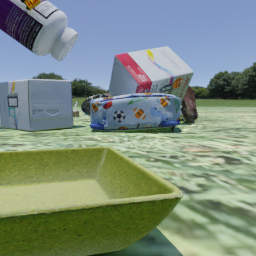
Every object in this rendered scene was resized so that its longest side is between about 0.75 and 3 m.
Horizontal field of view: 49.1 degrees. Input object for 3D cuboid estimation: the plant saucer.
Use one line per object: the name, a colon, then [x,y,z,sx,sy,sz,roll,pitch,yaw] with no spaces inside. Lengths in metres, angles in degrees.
plant saucer: [-0.652,0.435,1.799,1.506,0.361,1.508,-2,5,-17]

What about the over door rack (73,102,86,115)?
over door rack: [-3.198,-1.029,15.006,1.366,0.616,1.849,0,-3,16]

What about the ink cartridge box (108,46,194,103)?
ink cartridge box: [0.778,-1.631,9.980,2.331,1.694,1.686,-18,55,-27]

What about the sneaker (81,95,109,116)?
sneaker: [-0.819,-0.692,12.042,2.794,1.095,1.257,3,-13,-40]

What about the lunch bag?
lunch bag: [0.301,-0.437,8.063,2.623,0.991,2.102,0,3,7]

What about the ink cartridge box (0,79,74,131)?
ink cartridge box: [-2.738,-0.691,8.286,1.898,1.386,1.392,5,8,43]

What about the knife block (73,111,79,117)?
knife block: [-3.108,-0.753,14.876,0.863,0.315,0.983,2,6,6]

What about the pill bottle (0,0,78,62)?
pill bottle: [-2.923,-3.237,8.401,2.734,1.537,1.537,36,1,-8]

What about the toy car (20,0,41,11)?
toy car: [-2.391,-3.185,7.087,0.450,0.663,1.352,-36,55,-7]

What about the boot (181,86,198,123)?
boot: [2.290,-1.036,10.972,0.591,1.716,1.841,-23,-5,22]

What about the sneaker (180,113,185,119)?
sneaker: [1.564,-0.577,11.903,0.773,0.762,2.022,-43,34,-24]
